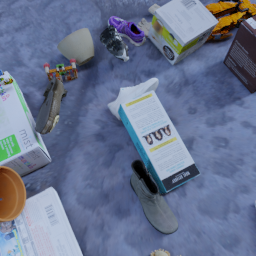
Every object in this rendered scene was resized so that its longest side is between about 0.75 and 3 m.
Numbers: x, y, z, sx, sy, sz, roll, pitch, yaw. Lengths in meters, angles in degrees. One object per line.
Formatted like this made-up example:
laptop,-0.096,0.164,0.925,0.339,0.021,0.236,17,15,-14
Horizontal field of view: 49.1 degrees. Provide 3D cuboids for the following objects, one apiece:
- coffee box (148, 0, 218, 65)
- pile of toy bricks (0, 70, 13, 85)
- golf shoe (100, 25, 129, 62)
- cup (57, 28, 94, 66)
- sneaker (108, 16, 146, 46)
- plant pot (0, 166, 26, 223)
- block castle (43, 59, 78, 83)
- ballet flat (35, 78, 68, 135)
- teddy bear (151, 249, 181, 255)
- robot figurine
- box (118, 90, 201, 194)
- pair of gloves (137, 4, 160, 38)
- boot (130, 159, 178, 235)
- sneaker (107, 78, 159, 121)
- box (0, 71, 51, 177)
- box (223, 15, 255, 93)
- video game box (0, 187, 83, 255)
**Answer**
coffee box,1.620,-3.033,8.645,1.348,1.333,1.346,-36,81,-15
pile of toy bricks,-3.319,-1.150,7.027,0.872,0.431,0.484,-26,91,8
golf shoe,-0.393,-2.524,8.478,0.595,0.723,1.530,-35,47,17
cup,-1.498,-2.433,8.702,1.126,1.126,0.805,-35,97,-15
sneaker,-0.005,-3.356,9.287,1.504,0.627,0.606,35,69,16
plant pot,-3.010,1.544,6.210,0.842,1.203,1.203,-22,64,20
block castle,-2.022,-1.757,8.532,0.959,0.641,0.450,-12,65,-7
ballet flat,-1.937,-0.603,7.393,0.878,0.604,2.605,-50,26,17
teddy bear,0.763,3.672,6.079,1.415,0.652,1.952,6,57,-5
robot figurine,3.292,-3.725,9.447,2.229,0.649,1.616,-19,66,-8
box,0.752,0.344,7.288,1.029,0.615,2.501,-24,78,-15
pair of gloves,1.010,-3.547,9.596,1.143,0.236,1.345,34,74,9
boot,0.573,1.668,6.626,0.611,1.178,1.803,-31,69,-14
sneaker,0.138,-1.019,8.216,1.701,0.640,0.753,-41,67,-15
box,-3.579,0.173,7.326,2.231,1.222,2.528,-26,67,-10
box,3.990,-2.247,8.146,1.437,1.749,1.451,-28,69,-12
video game box,-2.304,3.100,6.260,2.461,0.632,2.701,-24,67,-13
